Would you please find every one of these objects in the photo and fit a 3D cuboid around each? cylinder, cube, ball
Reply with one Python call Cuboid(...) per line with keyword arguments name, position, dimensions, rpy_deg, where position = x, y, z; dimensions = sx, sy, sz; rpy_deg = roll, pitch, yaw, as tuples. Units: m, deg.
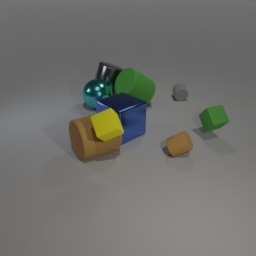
Cuboid(name="cylinder", position=(0.328, -1.914, 13.114), dimensions=(1.400, 1.400, 1.400), rpy_deg=(22, 9, -42))
Cuboid(name="cylinder", position=(2.661, -1.824, 14.204), dimensions=(0.700, 0.700, 0.700), rpy_deg=(1, 33, 2))
Cuboid(name="cube", position=(3.191, -0.364, 10.430), dimensions=(0.700, 0.700, 0.700), rpy_deg=(-11, 72, -17))
Cuboid(name="cube", position=(-0.627, -0.088, 8.610), dimensions=(0.700, 0.700, 0.700), rpy_deg=(-23, -17, 8))
Cuboid(name="cube", position=(-0.256, -0.403, 10.887), dimensions=(1.400, 1.400, 1.400), rpy_deg=(-24, 36, -37))
Cuboid(name="cylinder", position=(1.770, 0.544, 9.607), dimensions=(0.700, 0.700, 0.700), rpy_deg=(-26, 19, 25))
Cuboid(name="ball", position=(-1.432, -1.586, 13.083), dimensions=(1.400, 1.400, 1.400), rpy_deg=(0, 28, 0))
Cuboid(name="cylinder", position=(-1.144, 0.245, 9.670), dimensions=(1.400, 1.400, 1.400), rpy_deg=(-16, 32, -27))
Cuboid(name="cylinder", position=(-0.991, -2.523, 14.413), dimensions=(1.400, 1.400, 1.400), rpy_deg=(17, 18, -6))
